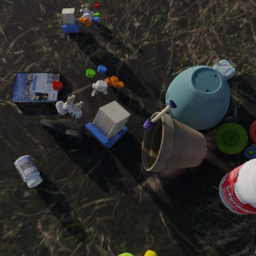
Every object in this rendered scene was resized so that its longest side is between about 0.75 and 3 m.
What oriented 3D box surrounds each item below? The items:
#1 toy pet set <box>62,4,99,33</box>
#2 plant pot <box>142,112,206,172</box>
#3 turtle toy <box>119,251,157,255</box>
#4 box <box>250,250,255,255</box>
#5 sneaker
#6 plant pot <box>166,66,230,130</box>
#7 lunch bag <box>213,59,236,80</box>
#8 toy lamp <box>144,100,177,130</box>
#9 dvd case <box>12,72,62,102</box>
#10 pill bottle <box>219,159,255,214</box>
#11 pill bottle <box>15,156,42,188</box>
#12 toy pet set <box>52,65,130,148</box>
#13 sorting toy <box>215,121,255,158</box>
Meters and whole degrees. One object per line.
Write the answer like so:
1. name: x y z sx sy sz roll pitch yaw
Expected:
1. toy pet set: -2.048 -4.632 12.302 1.683 0.957 1.802 -3 42 -1
2. plant pot: 1.668 0.629 9.928 1.814 2.091 2.091 12 69 -12
3. turtle toy: 0.580 4.728 8.667 2.296 1.161 1.673 29 72 10
4. box: 4.605 4.877 8.975 2.171 0.481 1.740 -39 74 -13
5. sneaker: -2.484 -0.039 10.830 1.778 0.675 0.807 19 61 0
6. plant pot: 2.797 -1.398 10.713 2.510 1.690 2.510 0 69 0
7. lunch bag: 4.081 -2.485 11.845 0.682 0.328 0.850 -32 72 -11
8. toy lamp: 1.005 -0.388 8.979 1.253 0.365 0.365 -41 71 24
9. dvd case: -3.767 -1.705 11.640 1.907 0.167 1.360 0 68 0
10. pill bottle: 4.058 1.858 8.874 1.571 2.798 1.571 0 69 0
11. pill bottle: -3.593 1.586 10.156 0.607 0.607 1.066 -32 73 -11
12. toy pet set: -1.217 -0.718 10.744 2.721 1.547 2.914 43 41 12
13. sorting toy: 4.500 0.419 10.367 2.285 0.938 1.373 -12 80 29
